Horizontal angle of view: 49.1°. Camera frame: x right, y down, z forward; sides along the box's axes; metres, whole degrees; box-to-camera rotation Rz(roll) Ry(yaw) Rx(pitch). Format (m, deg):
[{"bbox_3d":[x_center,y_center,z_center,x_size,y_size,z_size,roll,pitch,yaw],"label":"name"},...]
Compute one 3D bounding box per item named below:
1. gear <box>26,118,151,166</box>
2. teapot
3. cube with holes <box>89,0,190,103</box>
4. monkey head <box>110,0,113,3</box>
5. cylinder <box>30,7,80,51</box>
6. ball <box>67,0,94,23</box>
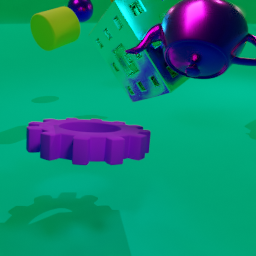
[{"bbox_3d":[-0.553,0.135,4.063,1.717,0.318,1.717,4,9,-1],"label":"gear"},{"bbox_3d":[0.615,-0.762,2.569,1.265,0.620,0.787,13,-19,16],"label":"teapot"},{"bbox_3d":[0.371,-1.120,3.517,1.091,1.091,1.091,-38,12,-17],"label":"cube with holes"},{"bbox_3d":[0.092,-3.035,7.986,1.209,1.680,1.012,-22,24,8],"label":"monkey head"},{"bbox_3d":[-1.836,-2.525,7.122,0.897,0.897,0.897,16,39,34],"label":"cylinder"},{"bbox_3d":[-1.704,-4.275,10.035,0.933,0.933,0.933,0,23,0],"label":"ball"}]
